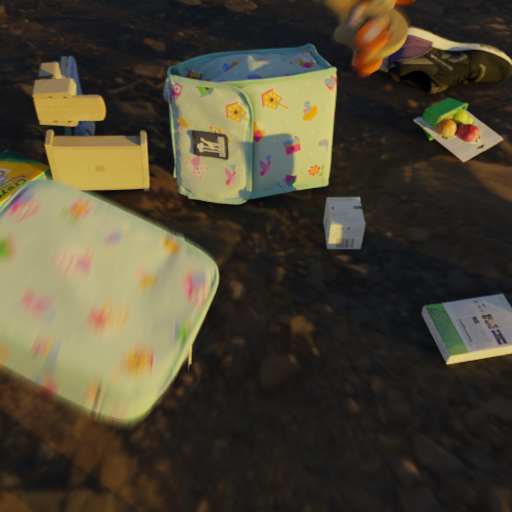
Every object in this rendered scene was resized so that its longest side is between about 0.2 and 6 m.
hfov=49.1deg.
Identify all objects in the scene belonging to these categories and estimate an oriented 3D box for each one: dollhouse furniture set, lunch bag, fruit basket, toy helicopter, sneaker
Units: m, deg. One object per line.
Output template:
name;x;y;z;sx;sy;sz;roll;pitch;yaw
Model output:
dollhouse furniture set;-2.993;-2.856;10.671;1.723;2.493;2.641;-3;53;-10
lunch bag;-0.146;-2.328;10.111;2.871;2.445;1.750;-12;42;-14
fruit basket;4.232;-2.625;11.818;1.339;0.678;1.446;-30;68;-25
lunch bag;-1.693;0.394;5.831;2.467;0.951;1.979;27;54;-3
toy helicopter;1.288;-3.131;7.101;0.987;0.589;1.493;-45;76;-6
sneaker;4.516;-4.322;13.291;2.946;1.116;1.290;13;78;0

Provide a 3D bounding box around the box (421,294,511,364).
box;3.289;1.076;8.396;1.327;0.241;0.958;-7;46;-8

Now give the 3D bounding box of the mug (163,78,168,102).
mug;-1.690;-3.837;12.908;0.645;0.629;0.786;18;54;6

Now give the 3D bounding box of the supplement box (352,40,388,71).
supplement box;3.154;-5.093;14.186;1.268;0.466;0.799;15;49;13

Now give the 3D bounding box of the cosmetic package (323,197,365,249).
cosmetic package;1.516;-0.569;9.723;0.598;0.599;0.725;-1;46;-1

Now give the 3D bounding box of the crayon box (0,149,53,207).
crayon box;-4.795;-1.075;10.219;1.176;0.577;1.981;23;50;21
